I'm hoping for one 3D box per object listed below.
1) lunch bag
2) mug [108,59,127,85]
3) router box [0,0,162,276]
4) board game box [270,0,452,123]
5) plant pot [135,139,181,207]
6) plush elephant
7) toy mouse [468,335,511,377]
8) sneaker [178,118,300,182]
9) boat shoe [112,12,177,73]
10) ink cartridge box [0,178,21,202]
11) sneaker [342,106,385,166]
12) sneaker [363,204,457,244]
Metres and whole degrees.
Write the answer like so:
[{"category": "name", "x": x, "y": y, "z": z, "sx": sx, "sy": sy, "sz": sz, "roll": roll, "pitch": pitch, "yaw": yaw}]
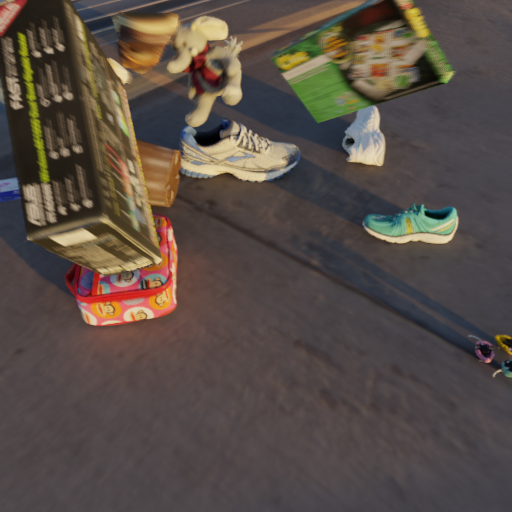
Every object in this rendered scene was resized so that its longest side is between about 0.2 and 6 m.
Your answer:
[{"category": "lunch bag", "x": -2.625, "y": 0.244, "z": 10.888, "sx": 2.112, "sy": 0.982, "sz": 2.397, "roll": -8, "pitch": 41, "yaw": -2}, {"category": "mug", "x": -3.346, "y": -3.915, "z": 12.368, "sx": 0.811, "sy": 0.831, "sz": 1.012, "roll": 44, "pitch": 12, "yaw": 16}, {"category": "router box", "x": -2.747, "y": -1.753, "z": 8.934, "sx": 1.160, "sy": 2.799, "sz": 3.736, "roll": -15, "pitch": 77, "yaw": 3}, {"category": "board game box", "x": 2.086, "y": -4.133, "z": 12.077, "sx": 0.459, "sy": 2.049, "sz": 3.911, "roll": -53, "pitch": 27, "yaw": -21}, {"category": "plant pot", "x": -2.722, "y": -1.923, "z": 12.901, "sx": 1.744, "sy": 1.761, "sz": 1.761, "roll": 12, "pitch": 42, "yaw": 2}, {"category": "plush elephant", "x": -1.153, "y": -3.946, "z": 11.304, "sx": 1.659, "sy": 1.560, "sz": 2.015, "roll": -7, "pitch": 63, "yaw": 51}, {"category": "toy mouse", "x": 4.165, "y": 1.774, "z": 9.598, "sx": 1.186, "sy": 0.229, "sz": 1.054, "roll": 19, "pitch": 44, "yaw": 22}, {"category": "sneaker", "x": -0.448, "y": -2.678, "z": 13.924, "sx": 3.139, "sy": 1.337, "sz": 1.209, "roll": -2, "pitch": 41, "yaw": -3}, {"category": "boat shoe", "x": -2.106, "y": -3.968, "z": 10.475, "sx": 1.060, "sy": 1.057, "sz": 2.937, "roll": -9, "pitch": 23, "yaw": -21}, {"category": "ink cartridge box", "x": -6.035, "y": -1.605, "z": 13.580, "sx": 0.762, "sy": 0.168, "sz": 0.776, "roll": -12, "pitch": 41, "yaw": -14}, {"category": "sneaker", "x": 2.817, "y": -3.318, "z": 15.035, "sx": 1.006, "sy": 0.883, "sz": 2.510, "roll": 0, "pitch": 41, "yaw": 4}, {"category": "sneaker", "x": 3.326, "y": -0.792, "z": 12.142, "sx": 2.021, "sy": 0.805, "sz": 0.783, "roll": 0, "pitch": 41, "yaw": 1}]
